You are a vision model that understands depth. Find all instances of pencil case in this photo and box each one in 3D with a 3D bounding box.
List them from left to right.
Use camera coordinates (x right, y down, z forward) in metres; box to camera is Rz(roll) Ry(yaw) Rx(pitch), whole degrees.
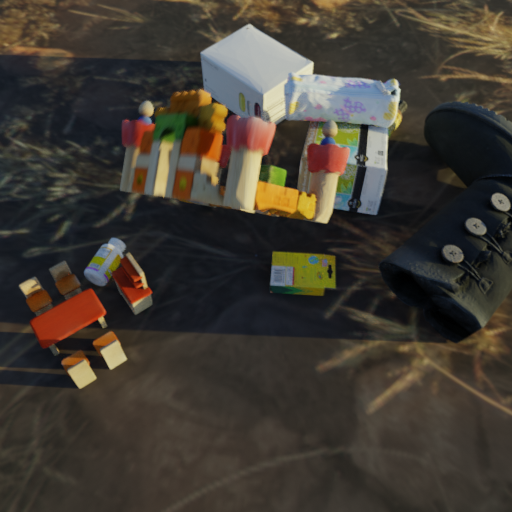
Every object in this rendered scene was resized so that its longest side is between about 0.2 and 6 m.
[{"bbox_3d":[1.577,-2.922,10.496,2.150,0.975,0.894,4,99,2],"label":"pencil case"}]

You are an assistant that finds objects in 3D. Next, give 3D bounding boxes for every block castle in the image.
[{"bbox_3d":[-0.514,-1.612,9.124,2.348,1.649,3.514,6,5,-43],"label":"block castle"}]

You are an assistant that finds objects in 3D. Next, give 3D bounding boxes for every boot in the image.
[{"bbox_3d":[3.543,-0.825,10.197,3.316,1.321,4.023,36,68,25],"label":"boot"}]

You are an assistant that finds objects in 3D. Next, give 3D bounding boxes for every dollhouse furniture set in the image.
[{"bbox_3d":[-2.713,0.812,9.149,1.893,0.986,1.913,-31,61,-19],"label":"dollhouse furniture set"}]

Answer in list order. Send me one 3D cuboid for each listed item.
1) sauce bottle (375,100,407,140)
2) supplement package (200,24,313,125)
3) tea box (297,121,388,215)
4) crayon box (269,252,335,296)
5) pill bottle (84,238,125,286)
[{"bbox_3d":[2.850,-2.881,12.003,0.416,0.416,1.287,27,61,17],"label":"sauce bottle"},{"bbox_3d":[0.000,-3.913,12.296,1.520,1.082,1.952,-39,64,-23],"label":"supplement package"},{"bbox_3d":[1.644,-1.730,10.646,1.542,1.048,1.568,8,41,6],"label":"tea box"},{"bbox_3d":[0.824,0.319,9.908,1.133,0.288,0.719,4,56,3],"label":"crayon box"},{"bbox_3d":[-2.666,0.094,9.973,0.437,0.437,0.839,19,57,12],"label":"pill bottle"}]
